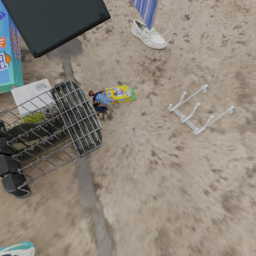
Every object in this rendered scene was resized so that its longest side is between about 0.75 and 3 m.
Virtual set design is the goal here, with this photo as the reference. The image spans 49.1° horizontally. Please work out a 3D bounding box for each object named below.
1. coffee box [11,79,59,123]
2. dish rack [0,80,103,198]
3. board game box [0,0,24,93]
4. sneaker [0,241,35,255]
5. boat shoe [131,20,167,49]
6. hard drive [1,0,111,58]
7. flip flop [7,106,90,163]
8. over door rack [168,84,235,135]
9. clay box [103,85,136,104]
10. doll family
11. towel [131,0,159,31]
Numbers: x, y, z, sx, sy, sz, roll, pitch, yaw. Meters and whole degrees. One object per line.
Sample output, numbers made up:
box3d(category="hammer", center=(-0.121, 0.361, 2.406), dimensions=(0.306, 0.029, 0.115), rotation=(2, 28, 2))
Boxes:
box3d(category="coffee box", center=(-2.414, -0.550, 7.605), dimensions=(0.995, 0.984, 0.994), rotation=(-22, 56, -16))
box3d(category="dish rack", center=(-1.936, 0.181, 6.494), dimensions=(2.653, 0.724, 2.035), rotation=(-28, 76, 0))
box3d(category="board game box", center=(-4.284, -2.351, 8.196), dimensions=(2.127, 0.629, 2.797), rotation=(-10, 82, 5))
box3d(category="sneaker", center=(-2.700, 2.777, 5.316), dimensions=(2.029, 0.808, 0.786), rotation=(-21, 96, 0))
box3d(category="boat shoe", center=(0.721, -3.384, 10.025), dimensions=(1.600, 0.555, 0.567), rotation=(38, 62, 25))
box3d(category="hard drive", center=(-1.969, -3.370, 6.238), dimensions=(2.081, 2.983, 0.490), rotation=(-24, 14, 13))
box3d(category="flip flop", center=(-2.073, 0.181, 7.181), dimensions=(2.433, 0.700, 0.987), rotation=(-25, 75, -1))
box3d(category="over door rack", center=(2.106, -0.620, 7.960), dimensions=(1.585, 0.528, 1.171), rotation=(-29, 59, -21))
box3d(category="clay box", center=(-0.242, -1.013, 8.440), dimensions=(0.920, 0.219, 0.529), rotation=(-12, 54, -8))
box3d(category="doll family", center=(-0.994, -0.542, 7.934), dimensions=(0.796, 0.540, 1.377), rotation=(23, 51, 21))
box3d(category="towel", center=(0.039, -4.207, 6.936), dimensions=(0.351, 2.132, 2.945), rotation=(-20, 66, -14))
